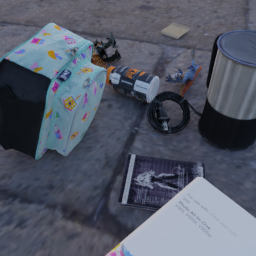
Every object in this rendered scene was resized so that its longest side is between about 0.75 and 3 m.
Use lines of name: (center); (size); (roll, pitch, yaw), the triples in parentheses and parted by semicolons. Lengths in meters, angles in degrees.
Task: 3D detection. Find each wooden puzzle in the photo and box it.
wooden puzzle: (1.870, -3.827, 11.069); (0.820, 0.165, 0.887); (29, 56, 26)

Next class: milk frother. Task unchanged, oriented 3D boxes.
milk frother: (1.893, -0.881, 6.487); (2.536, 2.385, 2.288); (-18, 47, -17)

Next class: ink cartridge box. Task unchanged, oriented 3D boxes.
ink cartridge box: (0.262, 2.285, 3.458); (2.916, 2.119, 1.276); (-33, 53, -29)

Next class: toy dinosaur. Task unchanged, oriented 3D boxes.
toy dinosaur: (-0.893, -2.442, 9.374); (1.210, 0.910, 1.782); (-22, 66, -2)
toy dinosaur: (1.822, -1.580, 8.670); (1.436, 1.583, 0.831); (-12, -1, -37)

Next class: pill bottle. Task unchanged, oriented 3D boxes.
pill bottle: (0.077, -1.316, 8.059); (1.496, 0.795, 0.795); (22, 49, 21)

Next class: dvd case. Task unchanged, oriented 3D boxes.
dvd case: (0.760, 1.186, 5.989); (1.761, 0.141, 1.310); (7, 45, 7)

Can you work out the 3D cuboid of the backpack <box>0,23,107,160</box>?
backpack: (-1.694, -0.927, 6.545); (2.151, 2.467, 2.807); (17, 45, -6)
